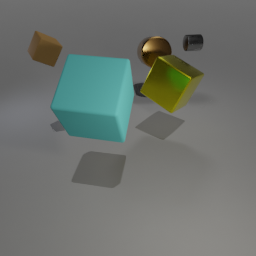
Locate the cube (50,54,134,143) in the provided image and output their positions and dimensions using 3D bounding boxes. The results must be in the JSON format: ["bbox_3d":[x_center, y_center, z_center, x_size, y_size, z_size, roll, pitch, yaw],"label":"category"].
[{"bbox_3d":[-0.701,-0.638,6.345,1.400,1.400,1.400,7,65,9],"label":"cube"}]

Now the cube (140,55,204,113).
[{"bbox_3d":[1.551,-1.579,9.806,1.400,1.400,1.400,37,31,17],"label":"cube"}]

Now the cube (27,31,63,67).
[{"bbox_3d":[-2.515,-2.387,8.463,0.700,0.700,0.700,13,26,-41],"label":"cube"}]

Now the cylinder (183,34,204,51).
[{"bbox_3d":[2.874,-3.774,12.405,0.700,0.700,0.700,-6,30,-10],"label":"cylinder"}]

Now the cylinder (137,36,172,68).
[{"bbox_3d":[1.207,-3.562,13.141,1.400,1.400,1.400,-3,18,-5],"label":"cylinder"}]
